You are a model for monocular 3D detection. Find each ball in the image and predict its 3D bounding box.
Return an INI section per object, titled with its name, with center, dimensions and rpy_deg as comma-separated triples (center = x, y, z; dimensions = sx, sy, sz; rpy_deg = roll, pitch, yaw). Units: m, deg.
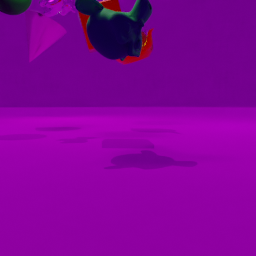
[ball]
center = -3.199, -3.676, 7.592
dimensions = 1.150, 1.150, 1.150
rpy_deg = 0, 5, 0

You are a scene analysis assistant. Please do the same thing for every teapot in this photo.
[teapot]
center = 0.162, -2.552, 8.593
dimensions = 1.245, 0.980, 2.002
rpy_deg = -31, 21, -35

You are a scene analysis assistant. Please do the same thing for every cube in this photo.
[cube]
center = -0.546, -2.170, 6.039
dimensions = 0.846, 0.846, 0.846
rpy_deg = -16, 12, -4

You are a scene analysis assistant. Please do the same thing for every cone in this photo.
[cone]
center = -3.059, -2.916, 9.521
dimensions = 1.477, 1.483, 1.477
rpy_deg = 22, -2, 1

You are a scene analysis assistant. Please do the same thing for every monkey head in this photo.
[monkey head]
center = -0.130, -1.537, 4.242
dimensions = 0.813, 0.970, 1.349
rpy_deg = 23, -10, 38

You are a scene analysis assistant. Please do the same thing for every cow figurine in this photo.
[cow figurine]
center = -1.665, -3.079, 6.861
dimensions = 0.942, 0.525, 0.957
rpy_deg = -28, 6, -22
